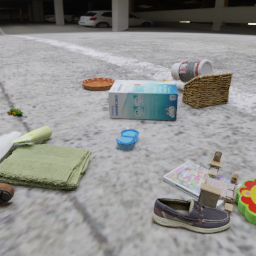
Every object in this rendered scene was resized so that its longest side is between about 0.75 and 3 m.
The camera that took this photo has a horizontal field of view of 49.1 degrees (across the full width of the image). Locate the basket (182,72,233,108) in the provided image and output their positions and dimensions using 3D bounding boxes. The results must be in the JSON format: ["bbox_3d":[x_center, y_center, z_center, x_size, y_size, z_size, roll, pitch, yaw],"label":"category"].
[{"bbox_3d":[3.843,-2.068,13.920,2.175,1.620,1.552,-11,27,-21],"label":"basket"}]

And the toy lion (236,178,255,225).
[{"bbox_3d":[3.871,1.783,6.620,2.249,0.772,2.155,23,40,40],"label":"toy lion"}]

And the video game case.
[{"bbox_3d":[2.026,1.505,7.753,1.246,0.157,1.740,-21,32,-39],"label":"video game case"}]

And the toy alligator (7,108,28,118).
[{"bbox_3d":[-4.946,-0.706,12.506,1.191,0.286,0.395,11,27,23],"label":"toy alligator"}]

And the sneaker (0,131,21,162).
[{"bbox_3d":[-4.287,0.428,8.919,1.155,0.737,1.999,34,23,-10],"label":"sneaker"}]

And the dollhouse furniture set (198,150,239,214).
[{"bbox_3d":[2.352,1.325,7.062,0.850,0.726,1.640,16,39,18],"label":"dollhouse furniture set"}]

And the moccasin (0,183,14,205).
[{"bbox_3d":[-3.827,1.526,7.116,2.058,0.753,0.795,-4,31,15],"label":"moccasin"}]

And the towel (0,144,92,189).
[{"bbox_3d":[-2.464,1.100,8.293,2.523,0.460,1.872,5,25,9],"label":"towel"}]

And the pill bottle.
[{"bbox_3d":[3.444,-3.089,15.325,1.213,1.213,2.093,-20,20,-37],"label":"pill bottle"}]

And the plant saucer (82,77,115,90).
[{"bbox_3d":[-1.742,-2.627,16.745,2.018,0.326,2.018,-1,24,0],"label":"plant saucer"}]

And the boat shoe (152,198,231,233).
[{"bbox_3d":[1.435,1.912,6.338,1.757,0.569,0.632,4,25,9],"label":"boat shoe"}]

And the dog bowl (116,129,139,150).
[{"bbox_3d":[-0.004,0.420,9.990,0.680,0.302,1.220,6,24,14],"label":"dog bowl"}]

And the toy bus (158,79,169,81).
[{"bbox_3d":[1.975,-2.187,15.370,0.731,0.608,1.867,4,24,6],"label":"toy bus"}]

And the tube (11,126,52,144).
[{"bbox_3d":[-3.174,0.276,9.527,0.475,0.531,1.828,38,13,3],"label":"tube"}]

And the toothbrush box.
[{"bbox_3d":[0.731,-1.329,12.717,2.941,1.254,2.153,2,24,7],"label":"toothbrush box"}]
